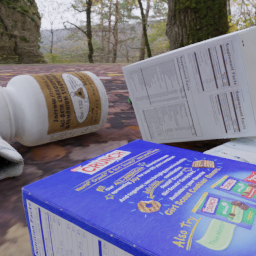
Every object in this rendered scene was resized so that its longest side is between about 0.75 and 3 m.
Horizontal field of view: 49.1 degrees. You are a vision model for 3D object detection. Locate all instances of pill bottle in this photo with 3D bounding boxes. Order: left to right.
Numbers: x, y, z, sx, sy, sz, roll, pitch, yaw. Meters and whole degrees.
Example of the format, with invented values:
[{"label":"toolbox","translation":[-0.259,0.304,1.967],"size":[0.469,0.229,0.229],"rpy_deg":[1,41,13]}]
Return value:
[{"label":"pill bottle","translation":[-2.062,-0.460,6.745],"size":[2.906,1.662,1.662],"rpy_deg":[-14,21,-41]}]

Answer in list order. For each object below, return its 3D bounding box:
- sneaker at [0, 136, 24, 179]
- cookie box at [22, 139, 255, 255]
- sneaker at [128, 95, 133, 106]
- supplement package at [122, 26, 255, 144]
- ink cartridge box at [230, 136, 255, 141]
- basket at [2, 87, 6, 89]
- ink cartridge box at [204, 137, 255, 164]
[{"label":"sneaker","translation":[-2.920,0.635,4.124],"size":[1.275,1.091,2.928],"rpy_deg":[16,22,30]},{"label":"cookie box","translation":[0.520,0.975,3.010],"size":[2.474,0.930,2.116],"rpy_deg":[12,20,36]},{"label":"sneaker","translation":[0.602,-1.000,10.469],"size":[1.117,1.023,2.621],"rpy_deg":[-35,18,15]},{"label":"supplement package","translation":[1.657,-0.927,6.464],"size":[2.603,1.961,1.976],"rpy_deg":[-8,16,38]},{"label":"ink cartridge box","translation":[3.156,-0.055,7.217],"size":[1.083,0.623,1.850],"rpy_deg":[1,16,9]},{"label":"basket","translation":[-4.493,-0.917,9.776],"size":[0.877,0.964,1.422],"rpy_deg":[-2,15,-21]},{"label":"ink cartridge box","translation":[2.539,0.686,4.953],"size":[1.538,0.454,1.921],"rpy_deg":[-13,19,-39]}]
